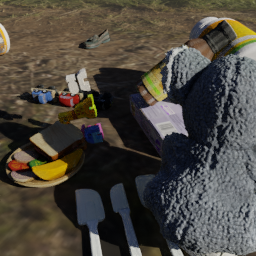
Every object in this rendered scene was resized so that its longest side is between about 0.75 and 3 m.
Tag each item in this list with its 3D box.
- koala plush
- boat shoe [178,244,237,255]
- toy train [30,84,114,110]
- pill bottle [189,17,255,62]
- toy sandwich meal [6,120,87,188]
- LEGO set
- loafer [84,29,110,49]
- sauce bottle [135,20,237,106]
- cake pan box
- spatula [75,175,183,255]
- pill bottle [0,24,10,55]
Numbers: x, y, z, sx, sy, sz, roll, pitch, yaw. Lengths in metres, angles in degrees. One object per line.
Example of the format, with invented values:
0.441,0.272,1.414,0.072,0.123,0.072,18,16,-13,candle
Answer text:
1.446,0.180,4.286,2.411,2.718,2.498,19,21,25,koala plush
1.310,1.860,4.240,0.478,0.436,1.327,-25,40,-33,boat shoe
-1.779,-0.904,8.541,2.698,0.460,0.618,8,46,11,toy train
2.713,-2.006,7.633,1.616,1.616,2.910,-5,38,-8,pill bottle
-1.745,0.529,6.095,1.853,0.635,1.853,0,32,0,toy sandwich meal
-1.104,-0.255,6.288,0.789,1.922,0.733,-13,38,-2,LEGO set
-1.560,-4.400,13.767,0.657,0.575,1.828,18,37,26,loafer
1.348,-1.560,6.761,2.557,0.827,0.827,-38,28,19,sauce bottle
1.481,-0.301,7.411,2.280,0.647,2.475,-13,35,-15,cake pan box
0.074,1.717,4.653,1.731,0.200,2.490,-6,32,-12,spatula
-6.349,-3.425,11.428,1.502,1.502,2.581,21,39,28,pill bottle
